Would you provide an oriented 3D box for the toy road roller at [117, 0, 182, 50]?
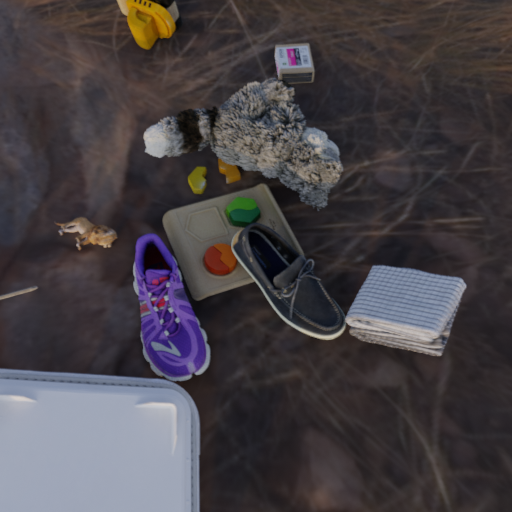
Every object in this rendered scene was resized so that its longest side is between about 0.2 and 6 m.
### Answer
[{"bbox_3d":[-2.531,-5.333,12.320,1.658,1.019,1.211,26,74,14],"label":"toy road roller"}]

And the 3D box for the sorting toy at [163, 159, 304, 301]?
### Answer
[{"bbox_3d":[-0.582,-0.663,9.801,2.001,0.360,2.686,-19,60,-12],"label":"sorting toy"}]

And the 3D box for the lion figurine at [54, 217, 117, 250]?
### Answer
[{"bbox_3d":[-2.943,-0.456,9.676,1.058,0.383,0.648,36,53,26],"label":"lion figurine"}]

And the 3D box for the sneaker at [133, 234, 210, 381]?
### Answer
[{"bbox_3d":[-1.453,0.740,8.558,0.992,1.027,2.461,-19,61,-11],"label":"sneaker"}]

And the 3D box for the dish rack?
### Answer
[{"bbox_3d":[-2.108,3.135,6.503,3.283,0.833,3.825,9,59,-22],"label":"dish rack"}]

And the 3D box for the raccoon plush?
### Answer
[{"bbox_3d":[-0.061,-1.588,9.836,3.248,1.572,2.177,-24,67,-8],"label":"raccoon plush"}]

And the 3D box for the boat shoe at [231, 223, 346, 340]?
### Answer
[{"bbox_3d":[0.522,0.381,8.792,0.862,0.719,2.311,-39,81,-25],"label":"boat shoe"}]

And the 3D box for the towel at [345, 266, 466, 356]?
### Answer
[{"bbox_3d":[2.274,0.798,8.463,1.510,0.646,1.250,8,46,36],"label":"towel"}]

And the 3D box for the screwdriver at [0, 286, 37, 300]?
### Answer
[{"bbox_3d":[-4.753,0.902,8.929,2.499,0.364,0.349,-12,21,-15],"label":"screwdriver"}]

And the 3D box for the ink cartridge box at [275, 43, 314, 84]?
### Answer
[{"bbox_3d":[0.811,-4.099,11.926,0.739,0.337,0.897,-4,60,-4],"label":"ink cartridge box"}]
